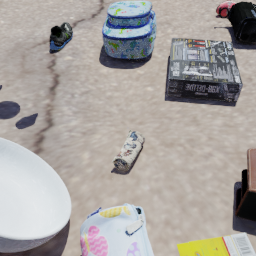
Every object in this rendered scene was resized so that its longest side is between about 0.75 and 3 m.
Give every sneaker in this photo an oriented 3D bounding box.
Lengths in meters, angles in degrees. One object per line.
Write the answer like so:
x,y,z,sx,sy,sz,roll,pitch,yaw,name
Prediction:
4.950,-5.407,12.839,1.742,0.642,0.755,0,45,-1,sneaker
-2.626,-3.746,11.036,0.627,0.732,1.767,8,45,6,sneaker

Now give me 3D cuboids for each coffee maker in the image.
4.676,-4.234,11.356,1.748,1.226,1.820,-6,41,17,coffee maker

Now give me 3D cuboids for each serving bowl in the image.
-2.357,1.231,5.112,2.601,0.855,2.601,35,13,-9,serving bowl

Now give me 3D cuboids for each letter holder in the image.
3.262,1.259,5.711,1.830,0.920,1.301,12,43,12,letter holder

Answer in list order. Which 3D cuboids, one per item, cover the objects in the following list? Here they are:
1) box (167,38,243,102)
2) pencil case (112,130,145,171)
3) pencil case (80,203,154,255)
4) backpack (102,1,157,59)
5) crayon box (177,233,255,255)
2.443,-2.032,9.282,2.155,0.680,2.733,5,44,5,box
0.020,0.539,6.790,0.479,0.417,1.071,29,49,4,pencil case
0.082,2.532,4.169,1.244,1.140,2.742,-31,45,11,pencil case
0.019,-3.633,10.291,2.023,1.624,2.210,2,48,7,backpack
1.587,2.392,4.924,1.344,0.341,0.853,-5,44,-6,crayon box
